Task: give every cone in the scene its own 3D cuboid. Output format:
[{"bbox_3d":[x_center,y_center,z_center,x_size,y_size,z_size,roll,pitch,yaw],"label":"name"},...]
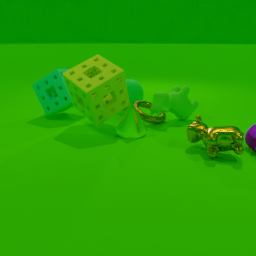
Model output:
[{"bbox_3d":[0.092,-0.327,7.834,0.907,0.910,0.907,1,37,0],"label":"cone"}]

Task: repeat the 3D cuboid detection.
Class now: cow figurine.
[{"bbox_3d":[1.482,-0.709,9.123,1.511,1.536,0.843,-53,31,-19],"label":"cow figurine"},{"bbox_3d":[2.103,0.163,6.803,1.307,0.717,1.286,-7,29,12],"label":"cow figurine"}]

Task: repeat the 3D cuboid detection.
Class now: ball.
[{"bbox_3d":[0.035,-1.281,10.634,1.126,1.126,1.126,0,19,0],"label":"ball"}]

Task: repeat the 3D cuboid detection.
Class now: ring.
[{"bbox_3d":[0.691,-0.534,9.277,1.224,0.245,1.224,16,30,-9],"label":"ring"}]

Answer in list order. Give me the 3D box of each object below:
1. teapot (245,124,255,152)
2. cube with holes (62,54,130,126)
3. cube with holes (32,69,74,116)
[{"bbox_3d":[3.253,0.216,6.880,0.723,0.570,1.164,10,52,29],"label":"teapot"},{"bbox_3d":[-0.914,-1.137,8.325,1.287,1.287,1.287,-35,51,-22],"label":"cube with holes"},{"bbox_3d":[-2.303,-1.244,9.641,1.140,1.140,1.140,-24,2,23],"label":"cube with holes"}]
